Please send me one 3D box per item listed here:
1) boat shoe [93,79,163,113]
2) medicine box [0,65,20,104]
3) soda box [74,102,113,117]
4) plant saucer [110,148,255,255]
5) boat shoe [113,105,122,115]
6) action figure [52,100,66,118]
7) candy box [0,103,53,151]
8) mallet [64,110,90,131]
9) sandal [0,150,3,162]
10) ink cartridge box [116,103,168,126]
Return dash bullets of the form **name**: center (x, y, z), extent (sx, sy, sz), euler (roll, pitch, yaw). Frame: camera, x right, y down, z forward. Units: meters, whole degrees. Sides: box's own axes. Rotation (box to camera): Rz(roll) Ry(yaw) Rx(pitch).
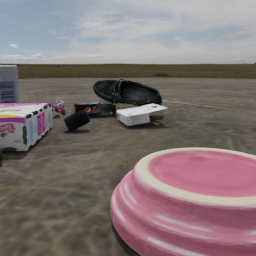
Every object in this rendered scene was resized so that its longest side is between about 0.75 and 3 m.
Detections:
- **boat shoe**: center (-0.073, -1.385, 10.592), extent (2.866, 1.071, 0.950), euler (22, -21, 15)
- **medicine box**: center (-4.918, -1.294, 9.988), extent (2.033, 1.852, 1.046), euler (8, 14, 31)
- **soda box**: center (-1.272, -0.684, 10.380), extent (1.405, 0.497, 0.445), euler (-4, 12, -18)
- **plant saucer**: center (1.008, 0.776, 3.430), extent (2.456, 0.623, 2.456), euler (-1, 12, 0)
- **boat shoe**: center (-0.418, -0.716, 10.941), extent (0.406, 0.382, 1.066), euler (9, 10, -15)
- **action figure**: center (-2.611, -0.729, 10.389), extent (0.602, 0.669, 0.898), euler (8, 0, 10)
- **candy box**: center (-3.070, -0.124, 7.117), extent (1.773, 0.793, 2.600), euler (-1, 12, -3)
- **mallet**: center (-1.630, -0.345, 8.861), extent (0.696, 0.435, 2.114), euler (-24, 13, -7)
- **sandal**: center (-3.051, 0.454, 5.410), extent (1.468, 0.600, 0.401), euler (13, 38, 23)
- **ink cartridge box**: center (0.439, -0.460, 9.218), extent (1.370, 0.348, 1.555), euler (-11, 12, -11)
